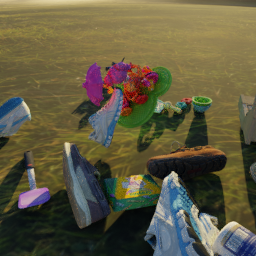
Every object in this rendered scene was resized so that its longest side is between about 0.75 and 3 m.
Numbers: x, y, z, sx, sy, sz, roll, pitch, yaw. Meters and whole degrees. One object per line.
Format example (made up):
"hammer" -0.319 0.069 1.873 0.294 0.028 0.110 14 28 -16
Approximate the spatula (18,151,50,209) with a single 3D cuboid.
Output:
"spatula" -2.831 1.389 8.221 0.803 0.292 2.842 -9 31 -19

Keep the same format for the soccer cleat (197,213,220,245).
"soccer cleat" 1.726 2.429 6.240 0.591 0.478 1.369 7 30 18

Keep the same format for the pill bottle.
"pill bottle" 2.540 2.697 5.295 0.988 0.988 1.778 -24 38 -34

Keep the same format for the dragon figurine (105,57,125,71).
"dragon figurine" -0.418 -3.204 15.594 1.276 0.756 2.568 14 34 23

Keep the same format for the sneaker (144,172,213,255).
"sneaker" 0.924 2.049 6.426 1.292 1.118 2.982 -38 8 15

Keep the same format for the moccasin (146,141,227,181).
"moccasin" 1.695 0.939 8.364 2.508 0.917 0.968 -11 30 -17

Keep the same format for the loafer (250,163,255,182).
"loafer" 4.652 1.510 7.257 1.132 1.022 2.992 -20 35 -31

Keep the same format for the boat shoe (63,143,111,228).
"boat shoe" -1.204 1.399 7.586 0.912 1.012 2.815 -5 34 -20

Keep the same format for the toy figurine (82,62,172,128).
"toy figurine" -0.203 -1.402 9.244 2.526 2.744 2.060 18 42 -56

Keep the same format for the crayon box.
"crayon box" 0.130 1.670 7.338 1.406 0.410 0.835 -1 28 -28

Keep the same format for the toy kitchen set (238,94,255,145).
"toy kitchen set" 5.526 -1.016 10.079 2.289 2.531 2.805 7 35 10

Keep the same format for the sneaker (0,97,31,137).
"sneaker" -4.618 -0.027 10.080 2.471 0.998 0.945 -40 48 -22

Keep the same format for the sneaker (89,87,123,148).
"sneaker" -0.769 -0.361 9.073 0.921 2.124 0.796 16 22 -8

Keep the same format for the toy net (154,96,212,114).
"toy net" 2.154 -1.152 12.299 2.828 0.546 1.484 1 30 2
